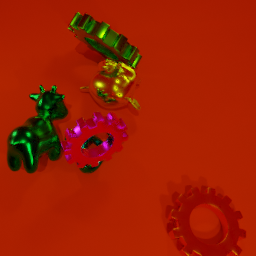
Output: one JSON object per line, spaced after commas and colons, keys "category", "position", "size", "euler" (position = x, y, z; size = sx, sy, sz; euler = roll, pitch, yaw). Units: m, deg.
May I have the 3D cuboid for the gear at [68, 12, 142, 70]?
{"category": "gear", "position": [-0.587, -2.197, 7.263], "size": [1.986, 1.986, 0.367], "euler": [31, 90, 18]}

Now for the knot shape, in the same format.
{"category": "knot shape", "position": [-0.918, 0.386, 6.450], "size": [1.136, 0.561, 1.214], "euler": [24, 61, 14]}

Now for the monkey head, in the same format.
{"category": "monkey head", "position": [-0.268, -1.043, 7.204], "size": [1.961, 1.411, 1.182], "euler": [21, 95, 30]}

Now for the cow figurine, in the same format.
{"category": "cow figurine", "position": [-1.954, -0.048, 6.101], "size": [0.943, 1.690, 1.717], "euler": [4, 15, 19]}

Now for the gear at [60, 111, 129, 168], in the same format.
{"category": "gear", "position": [-0.618, 0.251, 5.367], "size": [1.287, 1.287, 0.238], "euler": [-22, 52, -13]}

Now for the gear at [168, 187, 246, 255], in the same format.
{"category": "gear", "position": [1.553, 1.924, 5.548], "size": [1.480, 0.274, 1.480], "euler": [4, 59, -6]}
